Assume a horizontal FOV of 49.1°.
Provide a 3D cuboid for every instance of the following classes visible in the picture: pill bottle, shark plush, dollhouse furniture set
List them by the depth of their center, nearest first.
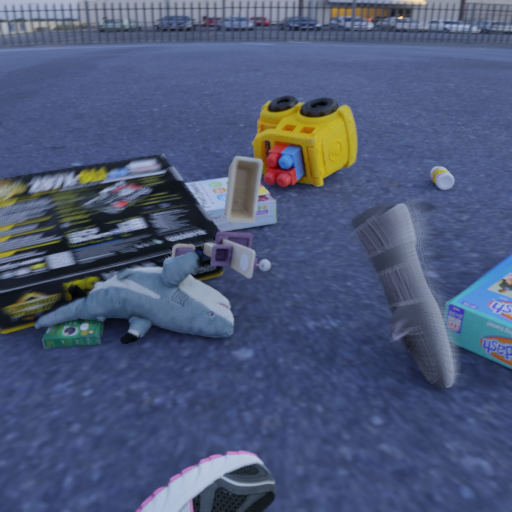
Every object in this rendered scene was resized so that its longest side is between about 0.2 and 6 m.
[{"bbox_3d":[-1.754,0.719,8.094,2.789,1.267,1.162,1,59,-16],"label":"shark plush"},{"bbox_3d":[-0.356,-0.579,8.452,1.444,1.823,1.294,2,12,-30],"label":"dollhouse furniture set"},{"bbox_3d":[4.676,-1.993,14.165,0.432,0.432,0.828,0,26,1],"label":"pill bottle"}]

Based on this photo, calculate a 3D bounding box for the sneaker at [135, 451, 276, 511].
[{"bbox_3d":[-0.741,2.702,4.319,2.704,1.086,1.167,-28,55,-37],"label":"sneaker"}]

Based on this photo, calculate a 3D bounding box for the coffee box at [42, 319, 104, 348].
[{"bbox_3d":[-2.646,1.121,8.148,0.790,0.174,0.486,-4,27,-6],"label":"coffee box"}]

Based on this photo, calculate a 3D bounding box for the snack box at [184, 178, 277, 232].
[{"bbox_3d":[-0.891,-1.100,12.064,2.284,0.605,1.624,-10,30,-16],"label":"snack box"}]

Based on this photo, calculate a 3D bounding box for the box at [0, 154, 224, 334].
[{"bbox_3d":[-2.800,-0.439,9.664,3.731,0.921,2.980,-15,43,-26],"label":"box"}]

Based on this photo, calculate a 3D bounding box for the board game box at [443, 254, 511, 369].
[{"bbox_3d":[4.477,0.802,8.225,2.959,0.666,2.250,-23,35,-39],"label":"board game box"}]

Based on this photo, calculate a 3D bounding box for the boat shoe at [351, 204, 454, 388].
[{"bbox_3d":[1.954,0.522,7.681,0.773,0.906,2.711,-10,62,3],"label":"boat shoe"}]

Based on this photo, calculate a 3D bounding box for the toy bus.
[{"bbox_3d":[0.842,-2.770,14.554,2.750,1.866,2.640,17,47,36],"label":"toy bus"}]
